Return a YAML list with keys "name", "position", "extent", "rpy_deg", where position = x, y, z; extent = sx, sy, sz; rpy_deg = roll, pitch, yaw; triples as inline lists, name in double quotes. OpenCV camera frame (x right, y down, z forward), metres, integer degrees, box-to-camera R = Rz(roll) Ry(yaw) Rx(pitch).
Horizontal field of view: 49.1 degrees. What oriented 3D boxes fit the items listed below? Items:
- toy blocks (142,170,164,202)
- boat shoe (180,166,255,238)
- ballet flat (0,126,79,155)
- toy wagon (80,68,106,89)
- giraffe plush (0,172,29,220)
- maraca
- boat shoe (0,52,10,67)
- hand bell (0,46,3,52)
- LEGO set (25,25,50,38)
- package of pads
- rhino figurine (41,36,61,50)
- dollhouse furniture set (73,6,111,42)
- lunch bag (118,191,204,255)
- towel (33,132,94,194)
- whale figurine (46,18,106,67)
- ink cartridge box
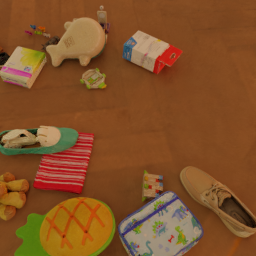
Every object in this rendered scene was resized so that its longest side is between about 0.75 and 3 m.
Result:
- name: "toy blocks"
  position: [0.860, 1.983, 9.452]
  extent: [0.700, 0.512, 1.024]
  rpy_deg: [9, 60, -8]
- name: "boat shoe"
  position: [2.929, 2.197, 9.010]
  extent: [1.021, 0.924, 2.865]
  rpy_deg: [-41, 68, -21]
- name: "ballet flat"
  position: [-3.254, 0.403, 9.859]
  extent: [2.923, 1.029, 0.984]
  rpy_deg: [-8, 63, 1]
- name: "toy wagon"
  position: [-1.380, -1.996, 11.803]
  extent: [0.940, 0.240, 1.211]
  rpy_deg: [-40, 67, -20]
- name: "giraffe plush"
  position: [-4.254, 1.945, 8.853]
  extent: [1.789, 1.451, 1.544]
  rpy_deg: [5, 60, 3]
- name: "maraca"
  position: [-1.809, 3.012, 8.186]
  extent: [2.902, 1.553, 1.990]
  rpy_deg: [-12, 41, -8]
- name: "boat shoe"
  position: [-6.019, -2.920, 12.161]
  extent: [1.805, 0.599, 0.675]
  rpy_deg: [-9, 60, -5]
- name: "hand bell"
  position: [-6.686, -4.160, 12.809]
  extent: [2.326, 1.211, 1.211]
  rpy_deg: [32, 64, 4]
- name: "LEGO set"
  position: [-4.195, -4.578, 13.264]
  extent: [1.185, 0.486, 0.452]
  rpy_deg: [10, 91, 0]
- name: "package of pads"
  position: [-4.486, -2.624, 11.998]
  extent: [1.352, 0.597, 1.750]
  rpy_deg: [16, 60, 7]
- name: "rhino figurine"
  position: [-3.546, -3.881, 12.869]
  extent: [1.116, 0.334, 0.488]
  rpy_deg: [-40, 53, -19]
- name: "dollhouse furniture set"
  position: [-1.804, -4.885, 12.903]
  extent: [1.807, 1.282, 1.432]
  rpy_deg: [6, 60, 3]
- name: "lunch bag"
  position: [0.930, 3.130, 8.496]
  extent: [2.269, 0.936, 1.824]
  rpy_deg: [-27, 61, -16]
- name: "towel"
  position: [-2.261, 1.132, 10.019]
  extent: [1.721, 0.268, 2.380]
  rpy_deg: [7, 60, 3]
- name: "whale figurine"
  position: [-2.209, -3.629, 12.324]
  extent: [2.643, 1.371, 2.103]
  rpy_deg: [-27, 86, 10]
- name: "ink cartridge box"
  position: [1.052, -3.208, 12.131]
  extent: [2.244, 0.755, 1.304]
  rpy_deg: [30, 56, 14]
